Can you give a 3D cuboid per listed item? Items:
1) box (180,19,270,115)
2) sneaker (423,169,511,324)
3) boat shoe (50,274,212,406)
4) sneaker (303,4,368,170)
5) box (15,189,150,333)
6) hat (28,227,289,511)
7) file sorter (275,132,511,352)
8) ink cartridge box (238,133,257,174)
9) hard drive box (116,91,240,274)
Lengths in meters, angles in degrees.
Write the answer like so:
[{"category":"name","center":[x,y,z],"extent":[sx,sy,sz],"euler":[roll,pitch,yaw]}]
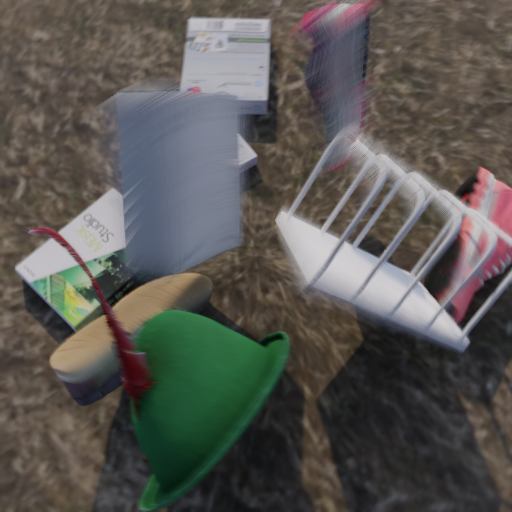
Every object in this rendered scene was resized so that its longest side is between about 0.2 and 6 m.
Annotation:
[{"category":"box","center":[-0.583,-3.761,11.046],"extent":[1.675,0.442,2.148],"euler":[1,63,1]},{"category":"sneaker","center":[3.610,-0.048,8.867],"extent":[1.239,1.052,2.856],"euler":[25,70,0]},{"category":"boat shoe","center":[-1.687,1.150,8.245],"extent":[0.979,0.882,2.721],"euler":[14,35,36]},{"category":"sneaker","center":[1.207,-2.567,8.731],"extent":[0.931,2.494,1.005],"euler":[3,28,8]},{"category":"box","center":[-2.611,0.037,9.177],"extent":[1.520,0.383,2.107],"euler":[39,71,18]},{"category":"hat","center":[-1.386,1.045,6.746],"extent":[2.780,3.159,2.616],"euler":[41,33,-5]},{"category":"file sorter","center":[1.942,-0.224,7.597],"extent":[2.620,1.631,1.818],"euler":[24,21,-23]},{"category":"ink cartridge box","center":[-0.700,-2.042,10.274],"extent":[0.835,0.294,1.399],"euler":[-31,70,-15]},{"category":"hard drive box","center":[-0.989,-1.082,7.741],"extent":[0.871,1.768,2.268],"euler":[6,105,25]}]
